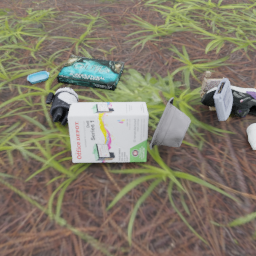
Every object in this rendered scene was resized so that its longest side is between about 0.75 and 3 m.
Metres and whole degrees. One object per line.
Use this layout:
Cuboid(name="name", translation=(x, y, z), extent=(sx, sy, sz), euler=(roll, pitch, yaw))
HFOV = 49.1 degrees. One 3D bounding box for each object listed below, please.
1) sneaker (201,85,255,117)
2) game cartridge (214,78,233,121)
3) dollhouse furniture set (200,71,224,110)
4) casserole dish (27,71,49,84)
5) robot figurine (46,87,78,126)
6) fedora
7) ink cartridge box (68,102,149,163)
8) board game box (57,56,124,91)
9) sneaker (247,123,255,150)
Cuboid(name="sneaker", translation=(4.347, -1.017, 11.385), extent=(2.676, 1.013, 1.171), euler=(-3, 53, -14))
Cuboid(name="game cartridge", translation=(3.536, -1.011, 10.310), extent=(0.336, 1.093, 1.642), euler=(-8, 28, 35))
Cuboid(name="dollhouse furniture set", translation=(3.792, -1.531, 11.639), extent=(1.311, 1.537, 0.751), euler=(-2, 47, -2))
Cuboid(name="casserole dish", translation=(-4.274, -2.401, 13.405), extent=(1.045, 0.203, 0.633), euler=(-22, 50, -19))
Cuboid(name="robot figurine", translation=(-2.567, -0.907, 11.368), extent=(1.041, 1.253, 1.668), euler=(-13, 44, 14))
Cuboid(name="fedora", translation=(1.440, 0.006, 9.185), extent=(0.945, 2.093, 1.851), euler=(23, 81, 5))
Cuboid(name="ink cartridge box", translation=(-0.661, 0.159, 9.663), extent=(2.594, 1.878, 1.089), euler=(-1, 29, -2))
Cuboid(name="board game box", translation=(-1.754, -2.707, 13.561), extent=(2.821, 0.397, 1.908), euler=(10, 47, 9))
Cuboid(name="sneaker", translation=(5.754, 0.499, 10.240), extent=(2.575, 0.969, 1.139), euler=(0, 55, 11))
